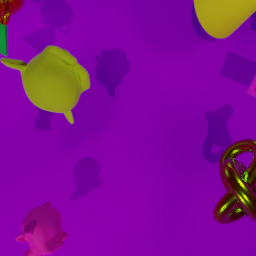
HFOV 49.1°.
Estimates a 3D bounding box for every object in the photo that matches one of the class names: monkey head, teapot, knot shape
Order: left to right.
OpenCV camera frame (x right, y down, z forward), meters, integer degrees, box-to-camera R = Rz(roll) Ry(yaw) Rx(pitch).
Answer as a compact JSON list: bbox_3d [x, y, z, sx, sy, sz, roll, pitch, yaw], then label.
[{"bbox_3d":[-3.102,-3.079,6.454,0.950,1.206,1.940,-45,64,26],"label":"teapot"},{"bbox_3d":[-1.909,2.204,5.872,1.148,1.595,0.961,-33,95,5],"label":"monkey head"},{"bbox_3d":[-1.441,-0.938,5.259,1.105,1.834,1.319,-45,44,-3],"label":"monkey head"},{"bbox_3d":[2.073,1.158,5.242,0.799,1.729,1.618,9,123,17],"label":"knot shape"}]

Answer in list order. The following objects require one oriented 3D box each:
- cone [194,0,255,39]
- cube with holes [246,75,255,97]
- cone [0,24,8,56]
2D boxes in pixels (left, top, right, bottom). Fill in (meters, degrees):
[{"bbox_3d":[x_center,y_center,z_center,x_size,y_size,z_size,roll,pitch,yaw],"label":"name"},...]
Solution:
[{"bbox_3d":[2.598,-2.912,5.941,1.670,1.677,1.670,-4,97,-33],"label":"cone"},{"bbox_3d":[2.746,-0.777,4.914,0.774,0.774,0.774,37,114,36],"label":"cube with holes"},{"bbox_3d":[-3.542,-2.308,6.953,0.974,0.971,0.971,-1,80,-20],"label":"cone"}]
